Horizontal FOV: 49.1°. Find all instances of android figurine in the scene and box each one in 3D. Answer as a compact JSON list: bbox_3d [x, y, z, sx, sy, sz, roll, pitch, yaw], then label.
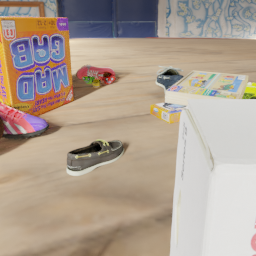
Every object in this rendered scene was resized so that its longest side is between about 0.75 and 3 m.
[{"bbox_3d":[4.258,-1.213,9.544,2.016,0.455,2.215,12,26,37],"label":"android figurine"}]

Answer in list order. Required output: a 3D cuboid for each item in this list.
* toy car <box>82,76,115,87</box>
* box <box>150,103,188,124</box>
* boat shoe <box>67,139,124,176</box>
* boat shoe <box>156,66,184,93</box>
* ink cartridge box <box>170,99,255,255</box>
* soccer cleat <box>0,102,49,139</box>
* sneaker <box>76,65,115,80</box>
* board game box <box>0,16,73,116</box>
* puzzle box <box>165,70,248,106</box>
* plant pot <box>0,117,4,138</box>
[{"bbox_3d":[-1.377,-1.978,11.808,1.285,0.304,1.365,13,24,30],"label":"toy car"},{"bbox_3d":[1.546,-0.521,8.016,1.581,0.328,0.941,-13,25,-26],"label":"box"},{"bbox_3d":[-0.571,0.460,5.336,0.491,0.415,1.378,17,27,37],"label":"boat shoe"},{"bbox_3d":[1.637,-1.942,10.913,1.048,0.865,2.798,1,21,2],"label":"boat shoe"},{"bbox_3d":[1.754,0.875,2.067,2.747,1.996,1.202,2,21,4],"label":"ink cartridge box"},{"bbox_3d":[-2.956,-0.253,6.630,2.205,0.807,0.752,5,22,13],"label":"soccer cleat"},{"bbox_3d":[-1.412,-2.482,12.613,1.785,0.658,0.774,-7,23,-18],"label":"sneaker"},{"bbox_3d":[-3.540,-1.916,8.364,2.638,2.640,2.637,10,23,23],"label":"board game box"},{"bbox_3d":[2.586,-1.265,8.827,1.995,0.381,2.999,10,26,24],"label":"puzzle box"},{"bbox_3d":[-3.224,0.046,5.518,1.329,1.329,1.422,7,7,18],"label":"plant pot"}]
